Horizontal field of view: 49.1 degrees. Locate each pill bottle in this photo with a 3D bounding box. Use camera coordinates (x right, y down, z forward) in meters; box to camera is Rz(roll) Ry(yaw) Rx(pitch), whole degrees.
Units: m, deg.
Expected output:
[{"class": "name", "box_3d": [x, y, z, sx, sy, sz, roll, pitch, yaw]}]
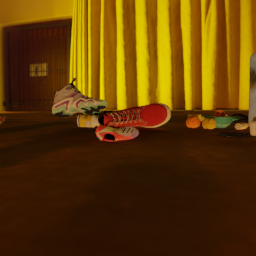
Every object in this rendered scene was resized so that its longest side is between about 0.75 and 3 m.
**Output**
[{"class": "pill bottle", "box_3d": [-1.548, -0.277, 11.214, 0.887, 0.497, 0.497, 1, 5, 6]}]

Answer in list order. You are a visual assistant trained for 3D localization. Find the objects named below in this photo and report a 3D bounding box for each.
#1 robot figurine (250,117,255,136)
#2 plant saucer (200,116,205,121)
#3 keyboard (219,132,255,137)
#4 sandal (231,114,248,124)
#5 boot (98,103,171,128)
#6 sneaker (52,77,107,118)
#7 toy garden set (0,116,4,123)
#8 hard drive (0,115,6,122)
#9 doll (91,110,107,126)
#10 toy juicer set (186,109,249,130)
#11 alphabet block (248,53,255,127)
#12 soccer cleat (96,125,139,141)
[{"class": "robot figurine", "box_3d": [3.572, -0.018, 6.672, 1.201, 0.678, 1.019, 4, 31, 40]}, {"class": "plant saucer", "box_3d": [4.458, -0.543, 15.905, 1.191, 0.285, 1.189, -1, 4, -3]}, {"class": "keyboard", "box_3d": [3.129, 0.183, 7.879, 1.073, 0.110, 0.682, 1, 5, 20]}, {"class": "sandal", "box_3d": [5.491, -0.433, 13.265, 1.990, 0.476, 0.748, 4, 6, 43]}, {"class": "boot", "box_3d": [0.150, -0.398, 10.476, 2.569, 0.930, 1.853, -7, -1, 41]}, {"class": "sneaker", "box_3d": [-1.911, -1.296, 10.908, 2.164, 1.514, 0.841, -6, -20, 4]}, {"class": "toy garden set", "box_3d": [-6.668, -0.404, 12.687, 1.604, 0.384, 1.925, -5, 13, -38]}, {"class": "hard drive", "box_3d": [-7.254, -0.460, 14.071, 1.916, 0.406, 1.292, -3, 6, -35]}, {"class": "doll", "box_3d": [-1.336, -0.431, 12.599, 1.612, 0.573, 2.363, 8, 10, -6]}, {"class": "toy juicer set", "box_3d": [3.497, -0.351, 10.736, 2.642, 0.719, 1.681, 2, 5, 23]}, {"class": "alphabet block", "box_3d": [6.067, -1.281, 9.810, 2.766, 2.716, 2.702, -4, 8, -44]}, {"class": "soccer cleat", "box_3d": [-0.224, 0.176, 6.831, 1.175, 0.392, 0.449, 6, 36, -30]}]
